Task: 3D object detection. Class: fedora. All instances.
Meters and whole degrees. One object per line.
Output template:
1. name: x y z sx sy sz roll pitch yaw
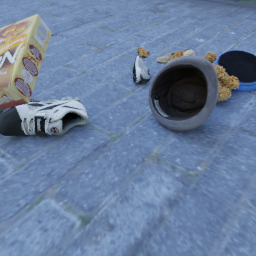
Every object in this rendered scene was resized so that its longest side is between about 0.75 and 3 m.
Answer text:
1. fedora: 2.044 -1.110 9.504 2.773 2.453 1.252 -7 -7 43

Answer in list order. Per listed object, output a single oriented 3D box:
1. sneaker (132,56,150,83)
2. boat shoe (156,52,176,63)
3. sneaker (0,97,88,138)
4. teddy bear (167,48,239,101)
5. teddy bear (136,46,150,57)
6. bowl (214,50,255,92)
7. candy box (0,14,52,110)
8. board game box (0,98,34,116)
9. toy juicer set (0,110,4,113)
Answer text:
1. sneaker: 0.600 -2.584 12.535 0.738 0.688 1.862 6 43 -7
2. boat shoe: 2.004 -3.546 13.897 1.282 0.416 0.462 -12 39 -15
3. sneaker: -2.687 -0.247 9.064 2.902 1.075 1.284 -18 39 -22
4. teddy bear: 3.004 -2.222 11.073 2.129 0.981 2.937 -30 68 -14
5. teddy bear: 0.776 -3.954 14.510 0.714 0.329 0.985 8 38 7
6. bowl: 4.795 -2.509 12.009 2.237 0.439 2.237 0 55 0
7. candy box: -2.082 -1.160 5.004 1.023 0.490 1.773 -10 54 22
8. board game box: -4.530 -0.954 10.551 1.659 0.384 1.257 26 44 29
9. toy juicer set: -4.487 -0.655 9.350 2.429 0.661 1.545 -27 46 -1
